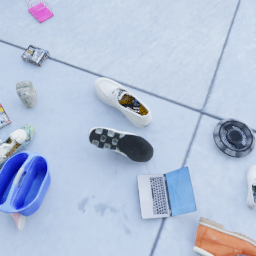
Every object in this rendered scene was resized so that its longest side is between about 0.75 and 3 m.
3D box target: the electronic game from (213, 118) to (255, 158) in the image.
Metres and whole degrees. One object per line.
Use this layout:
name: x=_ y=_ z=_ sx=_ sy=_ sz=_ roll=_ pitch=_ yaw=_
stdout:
electronic game: x=3.930 y=0.346 z=10.357 sx=1.569 sy=0.326 sz=1.569 roll=2 pitch=63 yaw=-4

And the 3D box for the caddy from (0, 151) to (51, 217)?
caddy: x=-3.408 y=1.778 z=9.067 sx=1.525 sy=1.132 sz=2.157 roll=11 pitch=54 yaw=6

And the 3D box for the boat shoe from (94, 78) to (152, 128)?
boat shoe: x=-0.230 y=-1.154 z=10.714 sx=1.001 sy=0.986 sz=2.824 roll=-41 pitch=71 yaw=-18

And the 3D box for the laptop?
laptop: x=1.208 y=2.099 z=9.163 sx=1.571 sy=0.910 sz=1.471 roll=0 pitch=63 yaw=-13

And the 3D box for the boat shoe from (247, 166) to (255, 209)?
boat shoe: x=4.368 y=1.960 z=9.476 sx=0.564 sy=0.512 sz=1.532 roll=10 pitch=65 yaw=5

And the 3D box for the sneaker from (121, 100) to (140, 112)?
sneaker: x=0.118 y=-0.907 z=10.596 sx=0.755 sy=0.422 sz=0.276 roll=16 pitch=34 yaw=8

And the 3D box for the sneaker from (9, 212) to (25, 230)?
sneaker: x=-3.638 y=2.884 z=9.145 sx=0.466 sy=0.335 sz=0.891 roll=-9 pitch=64 yaw=2

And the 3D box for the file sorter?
file sorter: x=-4.145 y=-5.633 z=13.055 sx=0.769 sy=0.694 sz=1.107 roll=-38 pitch=70 yaw=-17

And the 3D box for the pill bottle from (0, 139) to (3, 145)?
pill bottle: x=-5.136 y=0.380 z=10.186 sx=1.109 sy=0.614 sz=0.614 roll=38 pitch=70 yaw=16

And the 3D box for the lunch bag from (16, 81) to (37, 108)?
lunch bag: x=-3.909 y=-1.279 z=10.830 sx=0.635 sy=0.911 sz=0.764 roll=-16 pitch=64 yaw=-8

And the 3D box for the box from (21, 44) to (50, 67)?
box: x=-3.996 y=-3.125 z=12.090 sx=0.952 sy=0.237 sz=0.750 roll=23 pitch=67 yaw=10

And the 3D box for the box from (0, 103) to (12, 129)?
box: x=-5.007 y=-0.423 z=10.809 sx=0.657 sy=0.191 sz=0.960 roll=-31 pitch=68 yaw=-14

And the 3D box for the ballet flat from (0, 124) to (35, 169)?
ballet flat: x=-4.160 y=0.616 z=10.019 sx=0.782 sy=0.782 sz=2.108 roll=30 pitch=68 yaw=14

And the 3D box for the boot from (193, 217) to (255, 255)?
boot: x=3.103 y=3.696 z=8.553 sx=2.195 sy=0.823 sz=1.177 roll=19 pitch=72 yaw=15

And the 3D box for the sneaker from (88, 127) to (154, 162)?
sneaker: x=-0.247 y=0.483 z=10.016 sx=2.449 sy=1.084 sz=0.907 roll=22 pitch=92 yaw=-15
